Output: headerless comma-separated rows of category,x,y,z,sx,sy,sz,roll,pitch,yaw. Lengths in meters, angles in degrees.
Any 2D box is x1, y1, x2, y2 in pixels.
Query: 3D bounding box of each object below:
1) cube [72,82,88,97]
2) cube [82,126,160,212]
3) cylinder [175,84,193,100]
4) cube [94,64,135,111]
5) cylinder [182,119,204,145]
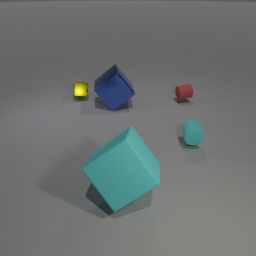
cube,-2.479,-1.998,14.526,0.700,0.700,0.700,1,5,-18
cube,-0.115,1.019,7.384,1.400,1.400,1.400,-34,7,13
cylinder,2.834,-1.832,14.161,0.700,0.700,0.700,-11,29,-9
cube,-0.669,-1.963,13.555,1.400,1.400,1.400,-36,26,13
cylinder,2.386,0.157,10.310,0.700,0.700,0.700,1,37,2
